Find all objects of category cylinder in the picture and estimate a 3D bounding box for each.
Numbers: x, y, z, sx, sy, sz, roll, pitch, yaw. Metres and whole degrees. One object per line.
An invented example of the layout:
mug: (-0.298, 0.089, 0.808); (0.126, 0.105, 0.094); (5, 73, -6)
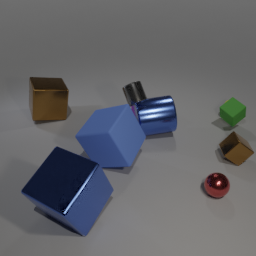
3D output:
cylinder: (1.021, -0.459, 10.674); (1.400, 1.400, 1.400); (-9, 31, -3)
cylinder: (0.235, -1.194, 9.818); (0.700, 0.700, 0.700); (-21, -2, -1)

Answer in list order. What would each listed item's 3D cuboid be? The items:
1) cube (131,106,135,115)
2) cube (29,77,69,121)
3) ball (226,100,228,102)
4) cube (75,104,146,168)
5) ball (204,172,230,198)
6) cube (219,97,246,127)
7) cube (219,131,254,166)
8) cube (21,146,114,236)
cube: (0.609, -0.731, 11.905); (0.700, 0.700, 0.700); (-14, 31, -30)
cube: (-3.399, -1.256, 11.909); (1.400, 1.400, 1.400); (-3, 31, -25)
ball: (4.397, -0.869, 11.871); (0.700, 0.700, 0.700); (0, 30, 0)
cube: (-0.510, 0.277, 8.910); (1.400, 1.400, 1.400); (-7, 35, 35)
ball: (2.520, 1.610, 7.925); (0.700, 0.700, 0.700); (0, 30, 0)
cube: (4.095, -0.626, 10.956); (0.700, 0.700, 0.700); (-37, 53, -5)
cube: (3.589, 0.681, 9.307); (0.700, 0.700, 0.700); (33, 26, -16)
cube: (-1.427, 1.556, 6.963); (1.400, 1.400, 1.400); (18, 59, 27)
